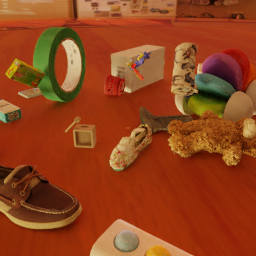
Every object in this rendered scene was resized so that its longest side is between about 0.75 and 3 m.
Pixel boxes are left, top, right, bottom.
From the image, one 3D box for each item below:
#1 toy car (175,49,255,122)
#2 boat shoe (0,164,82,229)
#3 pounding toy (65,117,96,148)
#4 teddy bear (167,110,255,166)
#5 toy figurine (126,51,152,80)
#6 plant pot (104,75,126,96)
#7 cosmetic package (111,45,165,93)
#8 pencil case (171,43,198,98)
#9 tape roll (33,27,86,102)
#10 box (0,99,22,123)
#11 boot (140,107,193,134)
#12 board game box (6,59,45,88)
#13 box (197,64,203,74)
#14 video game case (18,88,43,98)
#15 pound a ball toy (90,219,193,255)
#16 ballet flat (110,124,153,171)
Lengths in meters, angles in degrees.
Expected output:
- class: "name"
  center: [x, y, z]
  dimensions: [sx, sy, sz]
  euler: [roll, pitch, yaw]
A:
- class: "toy car"
  center: [3.048, -1.399, 8.967]
  dimensions: [2.818, 2.113, 2.466]
  euler: [-29, 38, -34]
- class: "boat shoe"
  center: [-2.036, 1.145, 5.338]
  dimensions: [2.473, 0.890, 0.892]
  euler: [12, 29, 23]
- class: "pounding toy"
  center: [-1.281, 0.054, 7.581]
  dimensions: [0.759, 0.864, 0.395]
  euler: [3, 26, 6]
- class: "teddy bear"
  center: [2.350, 0.163, 7.362]
  dimensions: [2.678, 0.894, 1.941]
  euler: [9, 30, 18]
- class: "toy figurine"
  center: [0.518, -2.236, 9.632]
  dimensions: [0.902, 0.794, 1.505]
  euler: [-44, 8, 6]
- class: "plant pot"
  center: [-0.513, -1.690, 11.266]
  dimensions: [0.726, 0.797, 0.797]
  euler: [14, 28, 8]
- class: "cosmetic package"
  center: [0.506, -2.718, 12.476]
  dimensions: [1.113, 1.548, 2.743]
  euler: [18, 30, 31]
- class: "pencil case"
  center: [1.672, -1.706, 8.089]
  dimensions: [0.725, 0.630, 1.621]
  euler: [8, 70, 1]
- class: "tape roll"
  center: [-2.428, -2.319, 10.348]
  dimensions: [0.637, 2.651, 2.651]
  euler: [7, 27, 18]
- class: "box"
  center: [-4.243, -0.609, 9.509]
  dimensions: [1.418, 0.349, 0.584]
  euler: [22, 34, 37]
- class: "boot"
  center: [1.160, -0.288, 8.665]
  dimensions: [1.466, 0.532, 1.333]
  euler: [-11, 42, -7]
- class: "board game box"
  center: [-3.109, -1.644, 8.580]
  dimensions: [0.265, 0.565, 1.112]
  euler: [41, 9, 22]
- class: "box"
  center: [3.543, -2.374, 12.649]
  dimensions: [0.811, 0.731, 1.442]
  euler: [5, 27, 13]
- class: "video game case"
  center: [-3.911, -1.445, 11.496]
  dimensions: [0.788, 0.095, 0.865]
  euler: [23, 35, 39]
- class: "pound a ball toy"
  center: [0.377, 2.074, 3.510]
  dimensions: [2.007, 0.853, 1.309]
  euler: [16, 31, 31]
- class: "ballet flat"
  center: [0.075, 0.398, 7.216]
  dimensions: [0.687, 0.581, 1.818]
  euler: [14, 30, 23]
